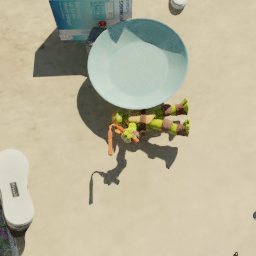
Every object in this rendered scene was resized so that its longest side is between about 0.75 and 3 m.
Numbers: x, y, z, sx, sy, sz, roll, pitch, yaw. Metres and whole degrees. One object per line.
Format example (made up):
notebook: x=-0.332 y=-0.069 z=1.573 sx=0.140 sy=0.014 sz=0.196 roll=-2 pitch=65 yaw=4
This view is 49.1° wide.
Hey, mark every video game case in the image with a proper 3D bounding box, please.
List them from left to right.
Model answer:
video game case: x=-3.804 y=2.613 z=6.836 sx=1.880 sy=0.237 sz=2.626 roll=-19 pitch=69 yaw=-7

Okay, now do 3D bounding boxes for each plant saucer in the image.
plant saucer: x=0.287 y=-1.753 z=7.864 sx=2.781 sy=0.535 sz=2.781 roll=-2 pitch=75 yaw=6

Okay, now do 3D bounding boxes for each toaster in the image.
toaster: x=-0.918 y=-2.533 z=8.604 sx=0.508 sy=0.774 sz=0.855 roll=13 pitch=68 yaw=8

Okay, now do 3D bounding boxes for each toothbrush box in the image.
toothbrush box: x=-1.037 y=-3.611 z=8.515 sx=2.337 sy=1.711 sz=0.997 roll=-3 pitch=68 yaw=-3

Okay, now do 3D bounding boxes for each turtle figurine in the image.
turtle figurine: x=0.486 y=-0.160 z=7.475 sx=2.227 sy=0.889 sz=2.762 roll=1 pitch=40 yaw=7

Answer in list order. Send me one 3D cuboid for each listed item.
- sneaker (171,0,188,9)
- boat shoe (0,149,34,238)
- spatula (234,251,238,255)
sneaker: x=1.838 y=-4.876 z=9.610 sx=0.619 sy=0.600 sz=1.696 roll=10 pitch=69 yaw=4
boat shoe: x=-2.860 y=1.539 z=6.906 sx=0.831 sy=0.749 sz=2.352 roll=1 pitch=42 yaw=-29
spatula: x=2.541 y=3.379 z=6.609 sx=0.246 sy=0.089 sz=0.870 roll=9 pitch=69 yaw=3
